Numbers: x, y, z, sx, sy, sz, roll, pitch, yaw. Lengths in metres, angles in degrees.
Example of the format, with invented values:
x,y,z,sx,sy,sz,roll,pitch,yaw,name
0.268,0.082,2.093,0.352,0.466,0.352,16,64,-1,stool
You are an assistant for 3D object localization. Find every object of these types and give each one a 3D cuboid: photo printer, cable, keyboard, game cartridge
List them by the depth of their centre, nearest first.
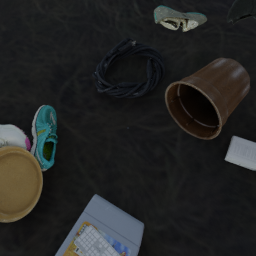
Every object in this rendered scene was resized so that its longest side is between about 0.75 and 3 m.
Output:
x,y,z,sx,sy,sz,roll,pitch,yaw,name
-0.421,3.607,7.349,2.291,0.122,0.645,41,72,16,keyboard
-0.890,3.603,7.702,1.985,0.619,2.981,27,69,16,game cartridge
3.768,0.815,8.977,1.074,0.373,0.894,19,67,15,photo printer
0.013,-2.017,10.207,2.213,0.689,2.713,41,70,11,cable

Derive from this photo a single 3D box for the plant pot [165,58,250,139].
x,y,z,sx,sy,sz,roll,pitch,yaw,name
2.674,-1.098,9.074,2.121,2.121,2.100,43,65,17,plant pot

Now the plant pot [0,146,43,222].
x,y,z,sx,sy,sz,roll,pitch,yaw,name
-3.530,1.654,8.407,2.229,0.306,2.229,-2,79,10,plant pot

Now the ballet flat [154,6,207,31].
x,y,z,sx,sy,sz,roll,pitch,yaw,name
1.610,-3.240,8.567,1.806,0.609,0.575,3,82,-21,ballet flat

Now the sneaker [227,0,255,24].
x,y,z,sx,sy,sz,roll,pitch,yaw,name
3.750,-3.567,7.852,0.602,2.005,1.046,-11,107,-36,sneaker

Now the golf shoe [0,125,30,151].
x,y,z,sx,sy,sz,roll,pitch,yaw,name
-4.209,0.286,8.820,2.379,0.896,1.089,23,33,16,golf shoe

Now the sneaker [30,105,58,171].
x,y,z,sx,sy,sz,roll,pitch,yaw,name
-2.520,0.281,8.889,0.839,0.862,2.164,15,66,-42,sneaker
